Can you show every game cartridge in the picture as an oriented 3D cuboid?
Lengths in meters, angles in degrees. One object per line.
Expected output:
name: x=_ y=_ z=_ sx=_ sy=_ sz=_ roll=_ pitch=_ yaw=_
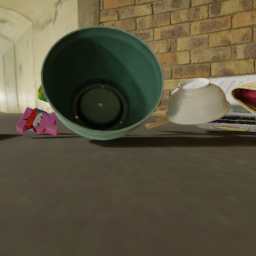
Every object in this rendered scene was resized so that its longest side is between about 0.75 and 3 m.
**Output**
game cartridge: x=2.346 y=-0.133 z=6.326 sx=1.715 sy=0.351 sz=1.142 roll=4 pitch=0 yaw=23

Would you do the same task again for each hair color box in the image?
hair color box: x=3.653 y=-0.850 z=8.573 sx=2.994 sy=0.908 sz=1.482 roll=5 pitch=46 yaw=47

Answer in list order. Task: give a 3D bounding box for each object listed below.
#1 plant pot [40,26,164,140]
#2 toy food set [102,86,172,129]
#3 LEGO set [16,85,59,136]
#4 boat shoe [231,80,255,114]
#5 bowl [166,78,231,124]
plant pot: x=-0.452 y=-0.601 z=4.939 sx=1.920 sy=1.920 sz=1.286 roll=-1 pitch=-20 yaw=-9
toy food set: x=0.139 y=-0.911 z=6.378 sx=1.361 sy=2.141 sz=0.337 roll=-19 pitch=30 yaw=54
LEGO set: x=-1.468 y=-0.584 z=6.146 sx=0.952 sy=2.320 sz=0.885 roll=21 pitch=-34 yaw=-8
boat shoe: x=3.368 y=-0.488 z=6.686 sx=0.770 sy=0.821 sz=2.227 roll=-12 pitch=31 yaw=-21
bowl: x=1.216 y=-0.555 z=5.029 sx=1.176 sy=0.528 sz=1.176 roll=-11 pitch=25 yaw=5
